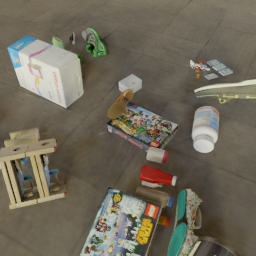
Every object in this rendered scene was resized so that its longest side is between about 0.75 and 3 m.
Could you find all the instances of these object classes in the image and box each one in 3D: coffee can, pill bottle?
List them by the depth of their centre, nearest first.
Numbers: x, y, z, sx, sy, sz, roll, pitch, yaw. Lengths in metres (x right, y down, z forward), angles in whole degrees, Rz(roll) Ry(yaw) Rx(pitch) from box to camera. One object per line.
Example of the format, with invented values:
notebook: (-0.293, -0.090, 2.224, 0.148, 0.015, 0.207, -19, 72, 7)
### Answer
coffee can: (1.885, 3.914, 6.857, 1.416, 1.416, 1.935, 29, 54, 25)
pill bottle: (2.979, 0.052, 10.775, 0.956, 0.956, 1.758, 11, 49, 10)

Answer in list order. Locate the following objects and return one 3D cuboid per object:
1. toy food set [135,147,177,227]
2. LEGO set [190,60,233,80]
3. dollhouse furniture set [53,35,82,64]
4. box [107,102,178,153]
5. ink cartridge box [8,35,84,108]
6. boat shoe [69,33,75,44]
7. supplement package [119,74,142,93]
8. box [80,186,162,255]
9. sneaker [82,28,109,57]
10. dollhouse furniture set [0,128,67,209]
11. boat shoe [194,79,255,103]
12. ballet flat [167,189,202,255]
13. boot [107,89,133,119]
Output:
toy food set: (1.021, 1.704, 9.024, 1.190, 1.263, 2.645, 13, 50, 12)
LEGO set: (4.047, -3.011, 13.991, 1.917, 0.471, 1.432, -18, 46, -16)
dollhouse furniture set: (-3.353, -3.682, 14.157, 2.214, 1.106, 0.855, 36, 56, 27)
box: (0.557, -0.007, 11.176, 2.356, 0.444, 1.609, 27, 53, 23)
ink cartridge box: (-3.545, -2.473, 12.306, 2.958, 2.138, 1.252, 24, 52, 21)
boat shoe: (-3.200, -5.148, 16.031, 0.301, 0.361, 0.967, -2, 52, -9)
supplement package: (0.116, -1.997, 13.001, 0.862, 0.478, 0.671, -35, 56, -27)
box: (-0.223, 3.062, 7.763, 1.677, 0.489, 2.450, 17, 69, 15)
sneaker: (-1.961, -4.686, 15.222, 0.988, 0.905, 2.320, -24, 52, -21)
dollhouse furniture set: (-3.143, 1.166, 9.600, 1.746, 1.756, 2.492, -10, 18, -10)
boat shoe: (4.346, -1.510, 12.049, 2.900, 0.867, 1.036, -5, 8, 22)
ballet flat: (1.776, 2.926, 8.233, 0.783, 0.927, 2.450, 27, 52, -8)
boot: (-0.328, -1.048, 11.487, 0.545, 1.421, 1.103, 33, 8, -13)
